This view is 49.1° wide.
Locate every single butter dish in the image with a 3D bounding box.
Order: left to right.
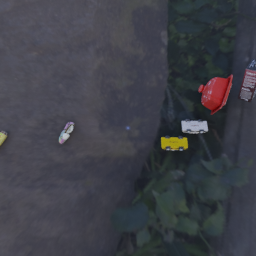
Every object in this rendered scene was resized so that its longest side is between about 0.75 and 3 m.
[{"bbox_3d":[2.572,-1.090,8.571,0.822,1.109,1.112,20,80,4],"label":"butter dish"}]

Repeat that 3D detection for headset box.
[{"bbox_3d":[3.720,-1.476,8.370,0.426,1.135,0.843,22,44,25],"label":"headset box"}]

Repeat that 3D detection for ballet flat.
[{"bbox_3d":[-1.853,0.136,8.547,0.269,0.261,0.755,2,57,38],"label":"ballet flat"}]

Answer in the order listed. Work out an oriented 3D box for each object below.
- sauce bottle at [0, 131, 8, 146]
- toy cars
[{"bbox_3d":[-3.930,0.444,8.427,0.248,0.248,0.767,23,66,10],"label":"sauce bottle"},{"bbox_3d":[1.682,0.242,8.436,1.627,0.360,0.729,-37,69,-17],"label":"toy cars"}]
